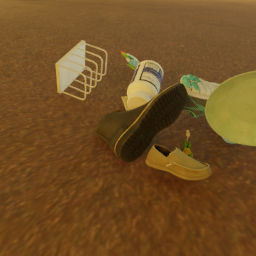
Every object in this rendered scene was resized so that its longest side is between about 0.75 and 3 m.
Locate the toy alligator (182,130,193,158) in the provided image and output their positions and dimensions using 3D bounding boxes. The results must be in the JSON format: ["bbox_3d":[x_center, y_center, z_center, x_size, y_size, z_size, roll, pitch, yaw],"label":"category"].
[{"bbox_3d":[1.413,0.597,6.800,0.273,0.376,1.136,-9,64,18],"label":"toy alligator"}]

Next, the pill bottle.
[{"bbox_3d":[0.526,-1.304,9.034,0.980,0.980,1.764,8,48,13],"label":"pill bottle"}]

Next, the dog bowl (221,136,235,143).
[{"bbox_3d":[3.374,-0.198,7.690,1.911,0.474,1.065,-27,21,4],"label":"dog bowl"}]

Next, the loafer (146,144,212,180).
[{"bbox_3d":[1.101,0.742,6.233,1.522,0.513,0.579,11,21,23],"label":"loafer"}]

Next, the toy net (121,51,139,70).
[{"bbox_3d":[0.040,-2.983,12.218,0.976,0.359,1.860,29,16,-12],"label":"toy net"}]

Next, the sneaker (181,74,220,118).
[{"bbox_3d":[2.394,-0.796,8.676,2.517,1.148,0.976,14,41,-26],"label":"sneaker"}]

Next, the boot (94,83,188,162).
[{"bbox_3d":[0.238,-0.430,7.522,2.470,0.957,1.708,-42,37,-12],"label":"boot"}]

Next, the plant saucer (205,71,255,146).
[{"bbox_3d":[2.829,-0.456,6.056,2.219,2.219,0.427,9,51,14],"label":"plant saucer"}]

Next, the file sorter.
[{"bbox_3d":[-1.612,-2.065,10.120,1.121,1.250,1.801,22,48,10],"label":"file sorter"}]

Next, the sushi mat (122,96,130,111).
[{"bbox_3d":[0.231,-0.744,9.553,0.712,0.090,1.487,-4,33,-9],"label":"sushi mat"}]
